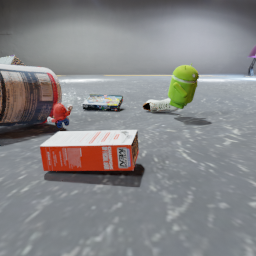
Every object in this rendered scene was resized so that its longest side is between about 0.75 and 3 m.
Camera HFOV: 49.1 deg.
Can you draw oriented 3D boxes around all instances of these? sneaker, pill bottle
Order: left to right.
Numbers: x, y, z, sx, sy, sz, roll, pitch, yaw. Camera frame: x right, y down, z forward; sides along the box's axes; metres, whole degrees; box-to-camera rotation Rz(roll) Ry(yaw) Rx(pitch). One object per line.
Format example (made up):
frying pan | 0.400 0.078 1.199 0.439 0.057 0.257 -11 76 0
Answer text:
pill bottle | -3.524 -0.910 7.783 1.765 1.765 2.952 10 11 38
sneaker | 1.245 -0.794 10.794 1.504 0.547 0.637 2 22 38

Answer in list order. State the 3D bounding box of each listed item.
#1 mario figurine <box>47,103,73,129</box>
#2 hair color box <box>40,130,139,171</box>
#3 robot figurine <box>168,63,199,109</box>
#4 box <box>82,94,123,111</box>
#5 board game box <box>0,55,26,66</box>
mario figurine | -1.826 -0.385 7.558 0.534 0.622 1.008 27 -24 2
hair color box | -0.640 0.391 5.049 1.581 0.505 0.877 -2 15 10
robot figurine | 1.905 -1.457 9.679 0.900 1.555 1.365 24 33 23
box | -1.028 -1.066 11.665 1.485 0.280 1.014 4 30 10
board game box | -4.365 -1.797 11.267 1.039 1.058 2.017 -1 -30 29
